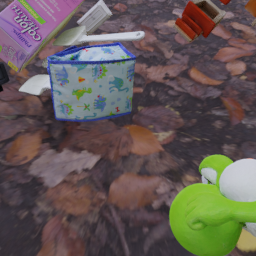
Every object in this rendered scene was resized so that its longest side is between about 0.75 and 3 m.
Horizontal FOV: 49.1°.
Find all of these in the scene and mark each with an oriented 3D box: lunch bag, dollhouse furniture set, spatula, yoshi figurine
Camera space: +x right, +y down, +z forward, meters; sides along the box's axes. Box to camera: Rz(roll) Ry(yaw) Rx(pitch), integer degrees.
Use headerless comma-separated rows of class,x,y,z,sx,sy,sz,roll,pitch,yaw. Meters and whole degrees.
lunch bag,-0.462,-0.543,3.448,0.977,0.831,0.623,-15,40,-22
dollhouse furniture set,2.049,-3.118,6.243,1.215,2.334,2.359,-38,79,-29
spatula,-1.107,-1.484,6.039,2.962,0.238,2.060,13,62,44
yoshi figurine,1.066,0.934,2.183,1.261,1.266,2.253,-2,13,-15

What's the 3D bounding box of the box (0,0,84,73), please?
box,-2.275,-2.557,6.867,0.974,1.772,2.015,43,69,-20

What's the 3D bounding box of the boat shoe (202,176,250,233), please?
boat shoe,1.708,1.026,3.161,0.662,0.628,1.894,-29,67,-33

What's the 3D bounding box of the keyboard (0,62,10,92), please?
keyboard,-2.517,-0.259,3.836,2.567,0.329,1.541,-11,29,38

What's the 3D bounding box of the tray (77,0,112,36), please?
tray,-0.941,-3.038,7.763,0.950,0.510,0.105,-35,8,20
